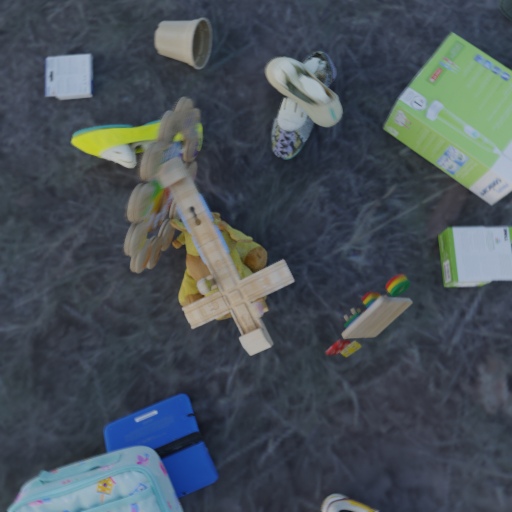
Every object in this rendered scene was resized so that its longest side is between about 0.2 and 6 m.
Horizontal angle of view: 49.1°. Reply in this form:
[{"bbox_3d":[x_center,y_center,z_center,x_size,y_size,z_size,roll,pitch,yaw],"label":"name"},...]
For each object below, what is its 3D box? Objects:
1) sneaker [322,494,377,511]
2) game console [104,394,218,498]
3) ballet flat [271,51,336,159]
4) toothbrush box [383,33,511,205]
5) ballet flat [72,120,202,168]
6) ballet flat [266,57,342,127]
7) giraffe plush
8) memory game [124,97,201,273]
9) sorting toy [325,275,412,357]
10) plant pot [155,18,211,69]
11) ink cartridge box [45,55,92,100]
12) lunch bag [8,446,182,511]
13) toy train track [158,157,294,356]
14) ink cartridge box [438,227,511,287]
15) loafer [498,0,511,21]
[{"bbox_3d":[2.194,5.006,10.137,2.048,0.923,0.768,18,78,4],"label":"sneaker"},{"bbox_3d":[-1.840,3.795,10.801,1.771,1.048,1.511,-22,47,-5],"label":"game console"},{"bbox_3d":[0.929,-3.333,12.024,0.915,0.915,2.545,24,79,5],"label":"ballet flat"},{"bbox_3d":[4.527,-2.843,11.728,2.887,1.243,2.102,36,79,9],"label":"toothbrush box"},{"bbox_3d":[-2.424,-2.330,11.730,2.703,0.903,0.906,-12,85,-12],"label":"ballet flat"},{"bbox_3d":[0.893,-3.477,11.242,0.783,0.783,2.253,-38,62,-8],"label":"ballet flat"},{"bbox_3d":[-0.767,-0.021,10.770,1.993,1.873,2.310,-16,78,-3],"label":"giraffe plush"},{"bbox_3d":[-1.636,-1.231,10.318,0.211,3.306,3.306,17,78,5],"label":"memory game"},{"bbox_3d":[2.154,1.115,10.516,2.245,1.082,0.380,-50,54,28],"label":"sorting toy"},{"bbox_3d":[-1.641,-4.734,12.350,0.975,1.065,1.065,14,77,14],"label":"plant pot"},{"bbox_3d":[-4.179,-3.991,12.524,1.005,0.204,1.003,-3,77,-1],"label":"ink cartridge box"},{"bbox_3d":[-2.799,4.645,9.748,2.792,1.076,2.239,-19,103,-1],"label":"lunch bag"},{"bbox_3d":[-0.738,0.027,9.330,2.046,0.580,3.567,-27,90,16],"label":"toy train track"},{"bbox_3d":[4.636,0.026,11.434,1.552,0.588,1.147,-1,77,-2],"label":"ink cartridge box"},{"bbox_3d":[6.642,-5.675,12.687,2.468,0.887,0.776,12,56,-4],"label":"loafer"}]
